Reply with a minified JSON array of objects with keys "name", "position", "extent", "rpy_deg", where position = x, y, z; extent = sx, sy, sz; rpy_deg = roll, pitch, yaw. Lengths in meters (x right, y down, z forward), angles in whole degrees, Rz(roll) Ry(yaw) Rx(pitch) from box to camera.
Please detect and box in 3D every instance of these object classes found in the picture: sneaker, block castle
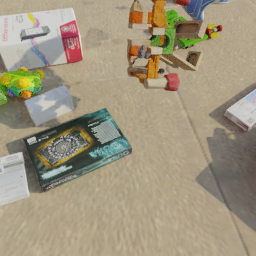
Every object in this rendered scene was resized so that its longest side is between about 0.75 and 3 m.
[{"name":"sneaker","position":[2.495,-3.767,7.170],"extent":[2.488,0.959,0.942],"rpy_deg":[-31,11,26]},{"name":"block castle","position":[0.776,-2.193,6.817],"extent":[1.107,2.360,1.577],"rpy_deg":[-6,26,-21]}]

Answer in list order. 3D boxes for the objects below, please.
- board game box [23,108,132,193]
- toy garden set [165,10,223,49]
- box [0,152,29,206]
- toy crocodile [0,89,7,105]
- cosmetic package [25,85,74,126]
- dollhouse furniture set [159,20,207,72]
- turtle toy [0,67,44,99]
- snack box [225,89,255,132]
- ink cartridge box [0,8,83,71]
[{"name":"board game box","position":[-1.393,0.512,7.764],"extent":[2.554,0.360,1.728],"rpy_deg":[-22,54,-18]},{"name":"toy garden set","position":[2.464,-4.165,11.596],"extent":[1.993,0.477,2.391],"rpy_deg":[-23,53,-16]},{"name":"box","position":[-3.124,1.306,7.169],"extent":[1.002,0.265,1.286],"rpy_deg":[-16,51,-12]},{"name":"toy crocodile","position":[-5.080,-0.509,8.366],"extent":[2.806,0.866,0.947],"rpy_deg":[-26,65,-24]},{"name":"cosmetic package","position":[-2.370,-0.686,8.540],"extent":[1.297,0.698,0.550],"rpy_deg":[-25,55,-21]},{"name":"dollhouse furniture set","position":[1.256,-2.315,7.232],"extent":[1.226,1.051,1.289],"rpy_deg":[23,95,49]},{"name":"turtle toy","position":[-3.528,-1.408,9.034],"extent":[1.642,0.830,1.196],"rpy_deg":[11,28,13]},{"name":"snack box","position":[4.209,-0.797,8.882],"extent":[2.444,0.297,0.879],"rpy_deg":[-31,57,-23]},{"name":"ink cartridge box","position":[-3.220,-3.315,10.391],"extent":[2.795,1.197,2.063],"rpy_deg":[-11,52,-11]}]
